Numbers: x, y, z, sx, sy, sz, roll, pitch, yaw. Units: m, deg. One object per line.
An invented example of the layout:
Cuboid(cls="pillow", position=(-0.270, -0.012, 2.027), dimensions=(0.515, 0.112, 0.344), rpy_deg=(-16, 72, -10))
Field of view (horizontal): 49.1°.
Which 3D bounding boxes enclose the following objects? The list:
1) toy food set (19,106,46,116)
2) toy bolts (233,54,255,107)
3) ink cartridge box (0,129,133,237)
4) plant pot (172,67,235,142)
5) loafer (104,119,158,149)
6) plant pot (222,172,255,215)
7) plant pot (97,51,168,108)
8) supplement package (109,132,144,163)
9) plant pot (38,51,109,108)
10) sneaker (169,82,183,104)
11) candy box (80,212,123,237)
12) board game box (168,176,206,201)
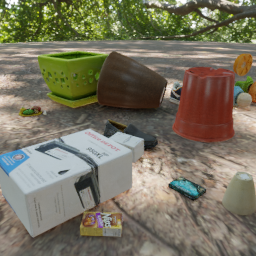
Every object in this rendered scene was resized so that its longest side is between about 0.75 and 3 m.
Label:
Cuboid(cls="toy food set", position=(-4.621, -0.893, 13.551), dimensions=(1.307, 0.427, 0.769), rpy_deg=(-4, 23, -10))
Cuboid(cls="toy bolts", position=(6.205, -2.255, 14.646), dimensions=(2.753, 2.630, 1.910), rpy_deg=(-29, 39, -18))
Cuboid(cls="ink cartridge box", position=(-1.628, 1.196, 7.468), dimensions=(2.946, 1.241, 2.130), rpy_deg=(-18, 29, -37))
Cuboid(cls="plant pot", position=(3.146, -1.078, 11.326), dimensions=(2.551, 2.481, 2.551), rpy_deg=(0, 22, 0))
Cuboid(cls="loafer", position=(0.061, 0.220, 10.400), dimensions=(2.193, 0.793, 0.798), rpy_deg=(10, 24, 21))
Cuboid(cls="plant pot", position=(2.857, 1.576, 7.050), dimensions=(0.821, 0.876, 0.821), rpy_deg=(1, 23, 0))
Cuboid(cls="plant pot", position=(0.360, -2.101, 14.058), dimensions=(2.980, 2.785, 2.785), rpy_deg=(18, 26, 12))
Cuboid(cls="supplement package", position=(-0.071, 0.641, 9.514), dimensions=(1.090, 0.639, 0.637), rpy_deg=(15, 32, 30))
Cuboid(cls="plant pot", position=(-2.821, -2.656, 15.025), dimensions=(2.814, 2.554, 2.801), rpy_deg=(20, 30, 39))
Cuboid(cls="sneaker", position=(3.260, -1.650, 14.513), dimensions=(1.119, 1.132, 2.852), rpy_deg=(-15, 28, -36))
Cuboid(cls="candy box", position=(-0.590, 2.185, 6.393), dimensions=(0.921, 0.260, 0.537), rpy_deg=(2, 22, 1))
Cuboid(cls="board game box", position=(1.645, 1.665, 7.813), dimensions=(0.593, 0.124, 0.877), rpy_deg=(-19, 30, -38))
